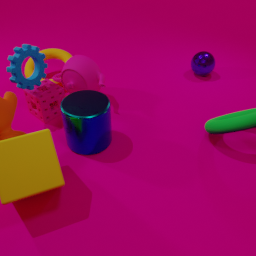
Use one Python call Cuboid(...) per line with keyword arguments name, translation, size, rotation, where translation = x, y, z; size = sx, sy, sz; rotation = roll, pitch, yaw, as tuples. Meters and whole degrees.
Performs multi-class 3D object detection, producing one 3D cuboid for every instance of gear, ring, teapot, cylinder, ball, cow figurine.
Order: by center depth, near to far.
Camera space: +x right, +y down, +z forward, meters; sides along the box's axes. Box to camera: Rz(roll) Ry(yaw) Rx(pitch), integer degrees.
Cuboid(name="cow figurine", translation=(-2.892, -0.106, 6.044), size=(0.894, 1.628, 1.602), rotation=(-18, 60, 22))
Cuboid(name="cylinder", translation=(-0.957, -0.140, 6.622), size=(1.128, 1.128, 1.128), rotation=(0, 40, 0))
Cuboid(name="ring", translation=(2.637, -0.176, 6.647), size=(1.609, 0.322, 1.609), rotation=(-14, 2, 1))
Cuboid(name="gear", translation=(-2.473, -1.500, 6.945), size=(0.201, 1.087, 1.087), rotation=(16, 42, 27))
Cuboid(name="teapot", translation=(-1.331, -1.400, 8.000), size=(1.993, 1.239, 0.976), rotation=(9, 40, 27))
Cuboid(name="ring", translation=(-2.463, -1.898, 8.958), size=(1.640, 0.328, 1.640), rotation=(0, 60, 0))
Cuboid(name="ball", translation=(2.482, -2.136, 9.281), size=(0.799, 0.799, 0.799), rotation=(0, 40, 0))

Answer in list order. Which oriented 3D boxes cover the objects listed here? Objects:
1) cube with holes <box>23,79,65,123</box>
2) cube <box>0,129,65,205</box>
Cuboid(name="cube with holes", translation=(-2.235, -0.751, 7.640), size=(0.764, 0.764, 0.764), rotation=(31, 49, 31))
Cuboid(name="cube", translation=(-1.880, 0.736, 5.306), size=(1.064, 1.064, 1.064), rotation=(-15, 84, -18))
